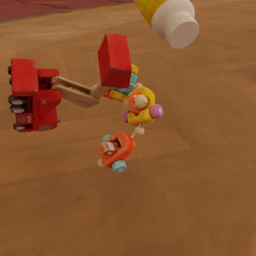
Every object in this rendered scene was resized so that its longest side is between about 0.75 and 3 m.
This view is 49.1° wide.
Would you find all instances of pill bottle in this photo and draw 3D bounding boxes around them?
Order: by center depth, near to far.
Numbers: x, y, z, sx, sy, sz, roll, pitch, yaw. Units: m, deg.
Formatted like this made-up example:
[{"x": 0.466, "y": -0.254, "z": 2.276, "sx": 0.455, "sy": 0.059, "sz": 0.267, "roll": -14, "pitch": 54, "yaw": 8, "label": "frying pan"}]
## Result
[{"x": 1.068, "y": -3.409, "z": 8.022, "sx": 1.262, "sy": 1.262, "sz": 2.422, "roll": -12, "pitch": 58, "yaw": -19, "label": "pill bottle"}]

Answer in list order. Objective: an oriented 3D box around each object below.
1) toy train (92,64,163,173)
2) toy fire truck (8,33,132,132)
[{"x": -0.278, "y": -0.347, "z": 5.253, "sx": 0.595, "sy": 1.608, "sz": 2.140, "roll": 27, "pitch": 34, "yaw": -50, "label": "toy train"}, {"x": -1.166, "y": -0.660, "z": 5.177, "sx": 1.916, "sy": 2.716, "sz": 0.662, "roll": -2, "pitch": 70, "yaw": -19, "label": "toy fire truck"}]
